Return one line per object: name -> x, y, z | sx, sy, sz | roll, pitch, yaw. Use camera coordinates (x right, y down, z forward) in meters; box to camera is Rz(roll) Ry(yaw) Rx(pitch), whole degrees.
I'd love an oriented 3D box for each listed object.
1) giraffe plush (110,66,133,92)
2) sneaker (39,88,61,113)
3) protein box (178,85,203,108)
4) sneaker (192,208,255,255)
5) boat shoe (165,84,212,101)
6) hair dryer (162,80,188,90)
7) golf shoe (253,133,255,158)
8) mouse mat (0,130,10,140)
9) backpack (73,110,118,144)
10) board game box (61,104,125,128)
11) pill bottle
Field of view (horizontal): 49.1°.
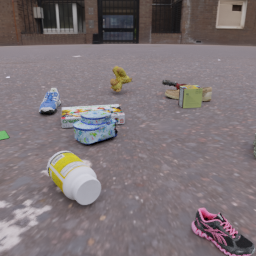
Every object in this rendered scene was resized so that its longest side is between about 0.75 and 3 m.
giraffe plush -> -0.543, -2.622, 15.716 | 1.129, 1.392, 1.201 | -49, 10, -6
sneaker -> -3.635, -1.241, 12.943 | 0.815, 0.829, 2.152 | 0, 22, -5
protein box -> 2.989, -1.508, 13.451 | 0.940, 0.947, 0.639 | -4, 22, -11
sneaker -> 1.753, 1.896, 5.212 | 1.215, 0.579, 0.480 | 20, 27, 38
boat shoe -> 3.164, -1.925, 14.751 | 2.428, 0.783, 0.865 | 6, 22, 16
hair dryer -> 2.860, -2.138, 15.270 | 2.179, 0.592, 1.659 | 13, 14, 3
golf shoe -> 4.314, 0.559, 8.731 | 0.714, 0.575, 1.469 | 14, 26, 19
mouse mat -> -4.865, 0.329, 9.993 | 1.088, 0.041, 0.875 | -14, 25, -30
backpack -> -1.201, -0.060, 9.696 | 1.333, 0.980, 1.220 | -22, 26, -36
board game box -> -1.477, -0.517, 11.597 | 2.495, 0.432, 1.575 | -4, 21, -11
pill bottle -> -1.281, 1.181, 6.680 | 0.838, 0.838, 1.490 | -14, 26, -33
